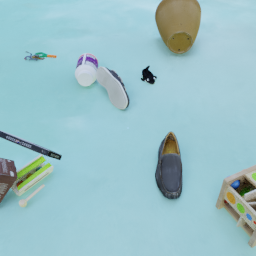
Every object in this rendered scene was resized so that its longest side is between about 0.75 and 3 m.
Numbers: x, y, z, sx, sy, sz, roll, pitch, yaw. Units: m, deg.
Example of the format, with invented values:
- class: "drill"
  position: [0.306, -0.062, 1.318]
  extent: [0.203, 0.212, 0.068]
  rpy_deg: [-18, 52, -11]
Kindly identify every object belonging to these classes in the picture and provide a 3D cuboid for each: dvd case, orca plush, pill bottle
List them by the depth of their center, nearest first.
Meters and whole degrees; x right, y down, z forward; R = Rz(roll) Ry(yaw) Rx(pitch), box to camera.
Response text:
- class: "dvd case"
  position: [-2.462, 0.426, 6.975]
  extent: [1.454, 1.093, 0.180]
  rpy_deg: [20, 80, 7]
- class: "pill bottle"
  position: [-1.982, -2.776, 13.450]
  extent: [1.037, 1.037, 1.845]
  rpy_deg: [-1, 40, -1]
- class: "orca plush"
  position: [1.039, -2.752, 13.797]
  extent: [0.814, 0.550, 1.548]
  rpy_deg: [2, 40, 3]

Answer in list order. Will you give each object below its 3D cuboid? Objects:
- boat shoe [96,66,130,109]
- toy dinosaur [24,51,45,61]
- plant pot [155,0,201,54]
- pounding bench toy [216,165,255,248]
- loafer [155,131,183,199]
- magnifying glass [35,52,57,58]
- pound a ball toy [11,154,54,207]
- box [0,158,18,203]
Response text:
- class: "boat shoe"
  position: [-0.530, -1.784, 12.375]
  extent: [0.795, 0.974, 2.636]
  rpy_deg: [0, 39, -40]
- class: "toy dinosaur"
  position: [-5.252, -3.824, 15.393]
  extent: [0.845, 0.489, 0.932]
  rpy_deg: [9, -6, 36]
- class: "plant pot"
  position: [2.888, -5.663, 15.985]
  extent: [2.760, 2.760, 2.962]
  rpy_deg: [3, 51, 4]
- class: "pounding bench toy"
  position: [3.696, 1.863, 7.648]
  extent: [2.037, 1.265, 1.589]
  rpy_deg: [-17, 42, -20]
- class: "loafer"
  position: [1.301, 1.114, 8.864]
  extent: [0.870, 0.864, 2.390]
  rpy_deg: [1, 40, -1]
- class: "magnifying glass"
  position: [-4.636, -4.072, 15.749]
  extent: [1.275, 0.143, 0.507]
  rpy_deg: [7, 40, 11]
- class: "pound a ball toy"
  position: [-2.934, 1.647, 8.553]
  extent: [0.970, 0.632, 1.488]
  rpy_deg: [44, 52, 9]
- class: "box"
  position: [-3.707, 1.605, 7.876]
  extent: [0.533, 1.423, 0.713]
  rpy_deg: [26, 19, -42]
